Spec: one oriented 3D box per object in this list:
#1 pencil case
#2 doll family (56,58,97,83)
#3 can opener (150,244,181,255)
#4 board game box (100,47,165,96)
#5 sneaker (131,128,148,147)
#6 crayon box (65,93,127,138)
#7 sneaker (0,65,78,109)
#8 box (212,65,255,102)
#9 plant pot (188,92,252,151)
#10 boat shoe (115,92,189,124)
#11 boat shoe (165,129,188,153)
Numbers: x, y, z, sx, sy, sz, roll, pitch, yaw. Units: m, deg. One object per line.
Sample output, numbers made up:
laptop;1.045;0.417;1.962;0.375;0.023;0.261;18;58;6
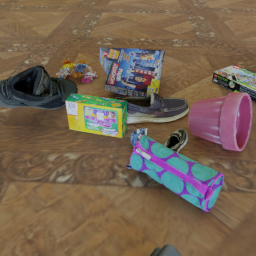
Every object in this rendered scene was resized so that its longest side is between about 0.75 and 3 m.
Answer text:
pencil case;1.104;1.037;6.771;2.296;1.061;0.977;26;89;31
doll family;-2.200;-2.505;11.829;1.778;0.801;1.103;3;36;3
can opener;0.220;3.112;4.498;0.852;0.679;2.547;47;48;4
board game box;-0.002;-2.236;11.091;2.625;0.810;2.627;12;53;3
sneaker;0.303;0.429;8.154;0.515;0.463;1.253;4;29;9
crayon box;-0.963;-0.386;8.710;1.816;1.078;0.529;9;37;11
sneaker;-2.572;-1.251;9.051;1.695;1.131;2.959;-9;-2;42
box;4.785;-1.748;11.102;1.395;0.440;2.535;-23;42;-28
plant pot;2.670;-0.234;8.228;1.471;1.643;1.643;8;34;38
boat shoe;0.797;-0.746;9.376;2.663;0.863;0.958;-6;37;-8
boat shoe;1.435;0.359;8.234;0.482;0.434;1.365;17;39;21
